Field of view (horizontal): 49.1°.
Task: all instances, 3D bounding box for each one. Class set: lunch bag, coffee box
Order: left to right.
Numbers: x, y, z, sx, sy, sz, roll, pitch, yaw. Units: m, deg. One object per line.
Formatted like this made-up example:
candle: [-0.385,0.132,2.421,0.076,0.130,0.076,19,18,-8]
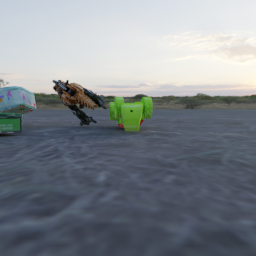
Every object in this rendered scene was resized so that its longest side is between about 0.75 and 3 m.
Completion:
coffee box: [-3.667,-0.135,6.419,2.254,0.496,1.386,3,2,33]
lunch bag: [-3.957,-0.738,8.774,1.897,0.731,1.522,-11,-3,4]

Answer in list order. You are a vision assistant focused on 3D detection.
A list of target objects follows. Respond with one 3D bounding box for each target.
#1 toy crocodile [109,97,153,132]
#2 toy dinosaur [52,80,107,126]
toy crocodile: [0.019,-0.350,7.948,0.999,0.914,2.959,0,-1,-9]
toy dinosaur: [-1.547,-0.835,8.371,1.555,1.170,2.291,40,14,-36]
